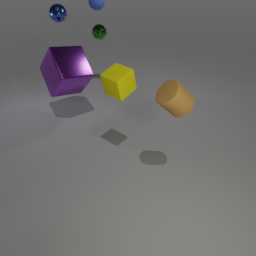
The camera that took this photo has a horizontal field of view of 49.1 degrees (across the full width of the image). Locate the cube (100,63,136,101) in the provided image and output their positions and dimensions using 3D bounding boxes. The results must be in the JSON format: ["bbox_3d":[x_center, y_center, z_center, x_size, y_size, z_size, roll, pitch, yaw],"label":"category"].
[{"bbox_3d":[-0.268,-1.335,8.109,0.700,0.700,0.700,28,58,32],"label":"cube"}]

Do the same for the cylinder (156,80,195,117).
[{"bbox_3d":[1.161,-0.719,6.900,0.700,0.700,0.700,33,12,-37],"label":"cylinder"}]

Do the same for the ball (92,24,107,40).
[{"bbox_3d":[-1.363,-4.577,13.344,0.700,0.700,0.700,0,33,0],"label":"ball"}]

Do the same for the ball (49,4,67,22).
[{"bbox_3d":[-2.822,-4.629,11.284,0.700,0.700,0.700,0,33,0],"label":"ball"}]

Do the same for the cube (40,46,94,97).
[{"bbox_3d":[-2.419,-2.220,10.991,1.400,1.400,1.400,-15,76,-37],"label":"cube"}]

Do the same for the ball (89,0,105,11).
[{"bbox_3d":[-1.341,-5.426,12.031,0.700,0.700,0.700,0,33,0],"label":"ball"}]
